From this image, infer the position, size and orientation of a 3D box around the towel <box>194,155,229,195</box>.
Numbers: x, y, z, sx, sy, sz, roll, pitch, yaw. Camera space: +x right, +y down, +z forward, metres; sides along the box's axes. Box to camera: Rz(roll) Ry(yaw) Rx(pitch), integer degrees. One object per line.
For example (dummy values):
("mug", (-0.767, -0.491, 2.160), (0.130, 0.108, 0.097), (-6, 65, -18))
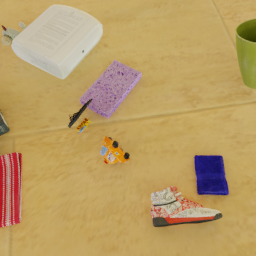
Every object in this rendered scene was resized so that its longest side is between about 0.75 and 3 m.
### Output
("towel", (2.310, 1.281, 7.771), (0.854, 0.287, 1.157), (1, 61, -1))

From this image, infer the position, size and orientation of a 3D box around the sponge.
("sponge", (-0.542, -1.311, 9.192), (1.114, 0.298, 1.997), (30, 65, 15))

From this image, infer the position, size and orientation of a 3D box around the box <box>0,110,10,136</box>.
("box", (-5.018, -0.499, 8.558), (1.920, 0.621, 2.435), (-29, 66, -15))

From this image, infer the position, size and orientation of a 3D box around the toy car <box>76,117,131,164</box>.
("toy car", (-0.792, 0.482, 8.192), (0.644, 0.949, 1.935), (-47, 44, -10))

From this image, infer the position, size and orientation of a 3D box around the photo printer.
("photo printer", (-2.349, -3.189, 9.859), (2.234, 0.933, 2.686), (27, 64, 15))

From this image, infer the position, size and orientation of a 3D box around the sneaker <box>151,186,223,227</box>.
("sneaker", (1.469, 1.962, 7.216), (1.789, 0.597, 0.959), (-6, 64, 0))

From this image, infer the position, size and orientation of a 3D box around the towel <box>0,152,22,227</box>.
("towel", (-4.329, 1.761, 7.496), (2.867, 0.322, 2.073), (-8, 62, -5))

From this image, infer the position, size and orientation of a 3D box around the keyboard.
("keyboard", (-1.466, -0.450, 8.074), (0.265, 0.697, 1.339), (40, 28, -10))

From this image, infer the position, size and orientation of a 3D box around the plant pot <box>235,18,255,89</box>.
("plant pot", (4.031, -2.120, 8.426), (1.656, 1.770, 1.656), (-7, 43, 6))

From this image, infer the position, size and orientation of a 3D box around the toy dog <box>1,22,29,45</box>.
("toy dog", (-4.029, -3.525, 10.211), (1.348, 0.649, 0.889), (-24, 64, -13))
